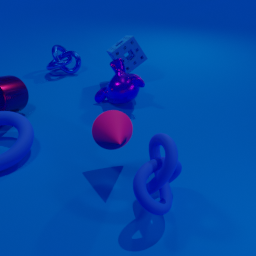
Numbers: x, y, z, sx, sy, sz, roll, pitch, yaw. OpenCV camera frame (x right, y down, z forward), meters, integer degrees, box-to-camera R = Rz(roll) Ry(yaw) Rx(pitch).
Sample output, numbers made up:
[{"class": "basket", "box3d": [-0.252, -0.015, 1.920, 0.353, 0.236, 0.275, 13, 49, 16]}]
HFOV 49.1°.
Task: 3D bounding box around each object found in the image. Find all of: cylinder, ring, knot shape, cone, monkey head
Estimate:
[{"class": "cylinder", "box3d": [-3.410, -0.843, 7.510, 1.051, 1.051, 1.051, 8, 17, 12]}, {"class": "ring", "box3d": [-3.036, 0.277, 6.432, 1.715, 0.343, 1.715, 0, 49, 1]}, {"class": "knot shape", "box3d": [-2.390, -2.554, 10.261, 1.269, 0.586, 1.188, -9, 60, -11]}, {"class": "cone", "box3d": [-0.240, 0.173, 5.578, 0.883, 0.883, 0.886, -7, 18, -10]}, {"class": "monkey head", "box3d": [-0.240, -1.350, 8.265, 1.734, 1.248, 1.045, -16, 22, 30]}, {"class": "knot shape", "box3d": [0.523, 0.886, 4.887, 0.633, 1.371, 1.283, 10, 43, 18]}]

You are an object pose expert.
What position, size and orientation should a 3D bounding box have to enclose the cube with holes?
[{"class": "cube with holes", "box3d": [-0.049, -2.449, 9.353, 0.876, 0.876, 0.876, -38, 24, -1]}]
